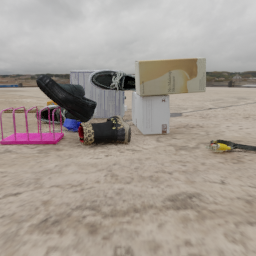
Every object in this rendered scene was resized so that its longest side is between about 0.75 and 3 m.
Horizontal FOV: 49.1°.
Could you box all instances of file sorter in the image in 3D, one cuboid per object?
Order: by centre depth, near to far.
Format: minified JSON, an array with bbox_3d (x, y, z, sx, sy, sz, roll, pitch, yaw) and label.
[{"bbox_3d":[-3.107,-0.131,9.167,1.740,1.092,1.210,0,11,-1],"label":"file sorter"}]

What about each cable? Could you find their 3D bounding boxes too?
[{"bbox_3d":[2.950,0.591,7.941,1.520,0.382,0.738,11,-7,-5],"label":"cable"}]

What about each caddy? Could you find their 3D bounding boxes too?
[{"bbox_3d":[-2.110,-0.071,10.710,0.811,0.426,0.573,8,-10,40],"label":"caddy"}]

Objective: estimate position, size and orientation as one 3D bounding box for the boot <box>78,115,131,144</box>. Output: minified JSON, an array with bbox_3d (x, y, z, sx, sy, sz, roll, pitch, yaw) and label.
[{"bbox_3d":[-0.875,0.052,9.285,1.525,0.741,2.025,-3,17,-19],"label":"boot"}]

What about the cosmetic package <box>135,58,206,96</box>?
[{"bbox_3d":[1.482,-1.830,9.941,2.392,1.258,0.850,-6,14,-7],"label":"cosmetic package"}]

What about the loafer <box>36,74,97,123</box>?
[{"bbox_3d":[-1.926,-1.087,9.279,0.951,0.984,2.802,34,-4,29],"label":"loafer"}]

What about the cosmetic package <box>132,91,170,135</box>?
[{"bbox_3d":[0.830,-0.705,11.270,1.065,1.462,2.876,-3,9,-5],"label":"cosmetic package"}]

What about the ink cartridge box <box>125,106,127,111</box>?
[{"bbox_3d":[-0.455,-1.184,16.742,0.555,0.313,0.757,-6,12,-28],"label":"ink cartridge box"}]

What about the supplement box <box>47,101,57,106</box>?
[{"bbox_3d":[-3.921,-1.341,16.505,0.742,0.718,2.157,2,10,13],"label":"supplement box"}]

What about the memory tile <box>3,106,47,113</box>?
[{"bbox_3d":[-5.864,-1.129,16.741,2.598,0.218,1.992,-1,11,-1],"label":"memory tile"}]

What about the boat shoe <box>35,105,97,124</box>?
[{"bbox_3d":[-2.720,-0.533,12.112,2.848,1.027,1.010,-5,18,26],"label":"boat shoe"}]

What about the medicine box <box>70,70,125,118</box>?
[{"bbox_3d":[-1.507,-1.726,14.143,2.584,2.354,1.330,1,11,6],"label":"medicine box"}]

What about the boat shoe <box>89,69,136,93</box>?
[{"bbox_3d":[-0.395,-2.012,12.289,2.626,0.970,0.897,11,6,-8],"label":"boat shoe"}]
